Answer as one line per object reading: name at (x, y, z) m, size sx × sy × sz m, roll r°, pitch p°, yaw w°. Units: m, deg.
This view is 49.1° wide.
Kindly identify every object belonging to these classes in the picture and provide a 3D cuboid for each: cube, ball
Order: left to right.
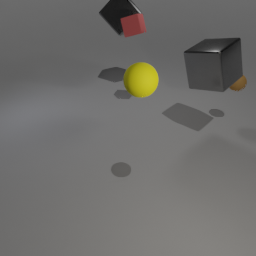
cube at (-0.284, -5.344, 13.126) m, size 1.400 × 1.400 × 1.400 m, roll 46°, pitch 19°, yaw -9°
cube at (0.221, -3.925, 10.727) m, size 0.700 × 0.700 × 0.700 m, roll -7°, pitch 19°, yaw 23°
ball at (0.257, -0.958, 5.607) m, size 0.700 × 0.700 × 0.700 m, roll 0°, pitch 33°, yaw 0°
cube at (2.988, -2.222, 9.763) m, size 1.400 × 1.400 × 1.400 m, roll -36°, pitch 34°, yaw -32°
ball at (4.258, -1.780, 10.923) m, size 0.700 × 0.700 × 0.700 m, roll 0°, pitch 33°, yaw 0°
